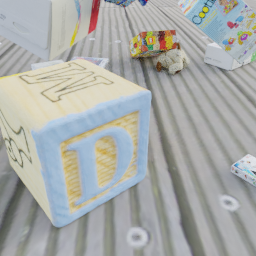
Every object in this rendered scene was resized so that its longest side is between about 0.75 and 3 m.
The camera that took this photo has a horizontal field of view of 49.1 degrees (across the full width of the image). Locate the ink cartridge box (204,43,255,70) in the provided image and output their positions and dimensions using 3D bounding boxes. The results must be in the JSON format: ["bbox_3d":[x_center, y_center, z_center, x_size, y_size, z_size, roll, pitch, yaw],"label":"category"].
[{"bbox_3d":[4.045,-2.941,10.978,1.740,0.731,1.270,-25,40,-34],"label":"ink cartridge box"}]

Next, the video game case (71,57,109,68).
[{"bbox_3d":[-1.566,-2.434,10.713,1.433,0.165,1.306,5,32,8],"label":"video game case"}]

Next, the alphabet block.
[{"bbox_3d":[-0.995,0.094,5.037,1.984,1.974,2.021,-22,39,-34],"label":"alphabet block"}]

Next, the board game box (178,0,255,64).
[{"bbox_3d":[1.931,-2.204,5.596,1.640,0.860,0.845,29,33,-25],"label":"board game box"}]

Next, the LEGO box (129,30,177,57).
[{"bbox_3d":[0.922,-3.251,10.886,1.342,0.695,1.802,-8,9,-12],"label":"LEGO box"}]

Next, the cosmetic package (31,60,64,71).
[{"bbox_3d":[-2.486,-1.731,9.153,1.039,0.641,1.043,-16,34,-25],"label":"cosmetic package"}]

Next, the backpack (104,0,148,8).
[{"bbox_3d":[0.137,-4.358,8.314,1.241,1.845,1.685,30,39,-30],"label":"backpack"}]

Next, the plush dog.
[{"bbox_3d":[1.534,-2.523,10.305,1.074,1.003,1.250,-7,24,36],"label":"plush dog"}]

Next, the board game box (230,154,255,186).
[{"bbox_3d":[2.572,0.901,5.403,0.611,0.167,0.967,-22,38,-31],"label":"board game box"}]

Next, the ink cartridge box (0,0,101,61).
[{"bbox_3d":[-2.172,-3.471,7.916,1.815,1.807,2.498,29,48,8],"label":"ink cartridge box"}]
